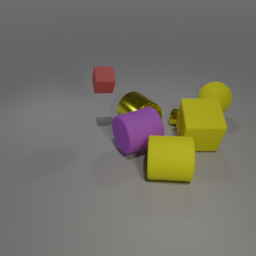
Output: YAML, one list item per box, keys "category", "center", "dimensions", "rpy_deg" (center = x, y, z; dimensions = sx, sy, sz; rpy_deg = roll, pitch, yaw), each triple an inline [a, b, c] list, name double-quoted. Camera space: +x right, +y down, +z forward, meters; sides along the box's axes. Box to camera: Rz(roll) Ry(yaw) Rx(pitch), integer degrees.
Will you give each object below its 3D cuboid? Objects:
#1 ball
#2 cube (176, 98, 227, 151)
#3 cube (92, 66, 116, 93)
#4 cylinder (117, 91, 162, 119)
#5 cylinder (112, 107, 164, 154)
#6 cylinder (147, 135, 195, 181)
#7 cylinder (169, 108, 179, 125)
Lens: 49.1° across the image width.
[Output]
- category: "ball"
  center: [3.707, -1.269, 11.979]
  dimensions: [1.400, 1.400, 1.400]
  rpy_deg: [0, 31, 0]
- category: "cube"
  center: [2.613, -0.112, 10.256]
  dimensions: [1.400, 1.400, 1.400]
  rpy_deg: [0, 52, 0]
- category: "cube"
  center: [-0.885, -1.734, 10.134]
  dimensions: [0.700, 0.700, 0.700]
  rpy_deg: [-3, 60, -16]
- category: "cylinder"
  center: [0.475, -0.639, 11.654]
  dimensions: [1.400, 1.400, 1.400]
  rpy_deg: [-16, 35, -25]
- category: "cylinder"
  center: [0.348, 0.075, 10.060]
  dimensions: [1.400, 1.400, 1.400]
  rpy_deg: [-17, 35, -24]
- category: "cylinder"
  center: [1.342, 0.961, 8.959]
  dimensions: [1.400, 1.400, 1.400]
  rpy_deg: [2, 31, 6]
- category: "cylinder"
  center: [2.219, -0.435, 12.010]
  dimensions: [0.700, 0.700, 0.700]
  rpy_deg: [16, 35, 26]
